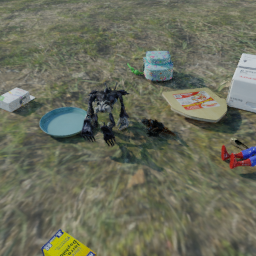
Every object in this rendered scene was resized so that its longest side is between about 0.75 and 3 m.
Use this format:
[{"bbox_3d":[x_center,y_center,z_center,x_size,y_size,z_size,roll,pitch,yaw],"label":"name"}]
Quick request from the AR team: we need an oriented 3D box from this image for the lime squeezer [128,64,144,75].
[{"bbox_3d":[0.371,-2.863,13.782,1.271,0.240,0.449,31,61,22],"label":"lime squeezer"}]

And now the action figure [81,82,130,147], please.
[{"bbox_3d":[-0.793,-0.504,9.755,1.588,1.363,2.671,4,40,8],"label":"action figure"}]

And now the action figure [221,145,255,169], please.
[{"bbox_3d":[4.430,0.701,8.592,2.918,0.754,0.954,-3,16,-8],"label":"action figure"}]

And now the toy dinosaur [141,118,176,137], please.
[{"bbox_3d":[1.043,-0.047,9.768,1.245,0.636,0.845,3,8,20],"label":"toy dinosaur"}]

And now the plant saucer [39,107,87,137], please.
[{"bbox_3d":[-2.289,-0.196,10.247,1.810,0.248,1.810,0,36,0],"label":"plant saucer"}]

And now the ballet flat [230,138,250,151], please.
[{"bbox_3d":[3.737,0.576,9.213,0.324,0.223,0.962,-15,39,-20],"label":"ballet flat"}]

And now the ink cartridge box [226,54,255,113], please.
[{"bbox_3d":[5.530,-1.883,11.663,2.152,1.243,2.959,16,39,20],"label":"ink cartridge box"}]

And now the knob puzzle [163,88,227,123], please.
[{"bbox_3d":[2.746,-0.810,10.911,2.604,0.361,2.604,2,34,-1],"label":"knob puzzle"}]

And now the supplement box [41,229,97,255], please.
[{"bbox_3d":[-1.233,2.758,5.952,1.057,0.579,0.575,22,42,26],"label":"supplement box"}]

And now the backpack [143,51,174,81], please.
[{"bbox_3d":[1.429,-2.905,13.204,1.430,1.213,1.611,-1,42,-1],"label":"backpack"}]

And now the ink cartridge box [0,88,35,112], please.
[{"bbox_3d":[-4.566,-1.228,11.468,0.775,0.446,1.324,19,40,24],"label":"ink cartridge box"}]
